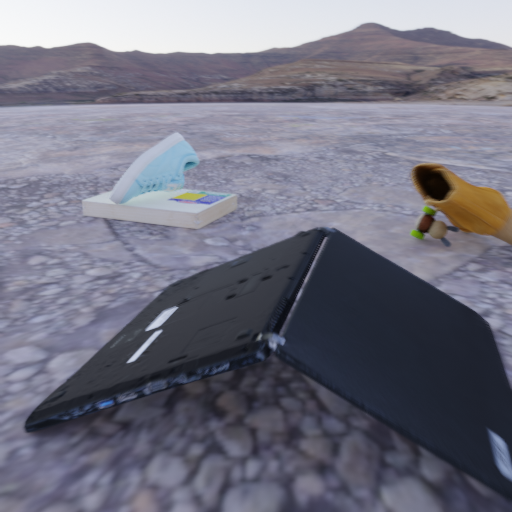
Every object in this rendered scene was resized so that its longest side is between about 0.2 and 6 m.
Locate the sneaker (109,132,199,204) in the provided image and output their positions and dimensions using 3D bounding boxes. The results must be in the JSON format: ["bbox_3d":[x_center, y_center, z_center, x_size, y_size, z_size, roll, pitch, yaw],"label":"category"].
[{"bbox_3d":[-1.941,-1.630,11.322,2.331,0.955,0.861,-50,5,-37],"label":"sneaker"}]

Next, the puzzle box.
[{"bbox_3d":[-1.954,-1.055,11.574,2.684,0.341,1.786,8,20,22],"label":"puzzle box"}]

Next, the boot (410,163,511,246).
[{"bbox_3d":[3.357,-1.052,9.502,1.876,0.922,2.620,28,13,-16],"label":"boot"}]

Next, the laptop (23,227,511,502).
[{"bbox_3d":[0.379,1.062,5.591,3.645,1.883,3.230,-21,11,20],"label":"laptop"}]

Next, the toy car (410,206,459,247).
[{"bbox_3d":[3.080,-0.456,9.548,0.677,0.556,0.534,30,12,25],"label":"toy car"}]
